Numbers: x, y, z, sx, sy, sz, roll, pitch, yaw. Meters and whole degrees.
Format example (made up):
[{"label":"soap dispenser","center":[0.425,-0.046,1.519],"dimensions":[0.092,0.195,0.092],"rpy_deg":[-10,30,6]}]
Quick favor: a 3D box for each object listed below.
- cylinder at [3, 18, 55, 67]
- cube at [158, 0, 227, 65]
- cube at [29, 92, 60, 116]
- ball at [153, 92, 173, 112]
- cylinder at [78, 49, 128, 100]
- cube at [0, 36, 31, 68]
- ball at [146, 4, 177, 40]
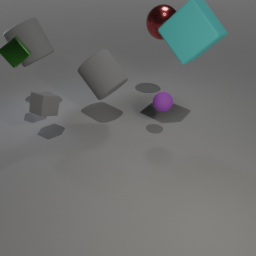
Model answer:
[{"label":"cylinder","center":[-3.821,-3.314,10.894],"dimensions":[1.400,1.400,1.400],"rpy_deg":[-24,22,10]},{"label":"cube","center":[2.102,-3.099,9.023],"dimensions":[1.400,1.400,1.400],"rpy_deg":[-36,0,35]},{"label":"cube","center":[-2.851,-0.826,9.577],"dimensions":[0.700,0.700,0.700],"rpy_deg":[18,14,32]},{"label":"ball","center":[1.217,-0.911,9.770],"dimensions":[0.700,0.700,0.700],"rpy_deg":[0,29,0]},{"label":"cylinder","center":[-0.948,-2.007,10.650],"dimensions":[1.400,1.400,1.400],"rpy_deg":[-36,3,2]},{"label":"cube","center":[-3.678,-2.492,9.152],"dimensions":[0.700,0.700,0.700],"rpy_deg":[-38,27,2]},{"label":"ball","center":[1.466,-4.449,11.815],"dimensions":[1.400,1.400,1.400],"rpy_deg":[0,29,0]}]
